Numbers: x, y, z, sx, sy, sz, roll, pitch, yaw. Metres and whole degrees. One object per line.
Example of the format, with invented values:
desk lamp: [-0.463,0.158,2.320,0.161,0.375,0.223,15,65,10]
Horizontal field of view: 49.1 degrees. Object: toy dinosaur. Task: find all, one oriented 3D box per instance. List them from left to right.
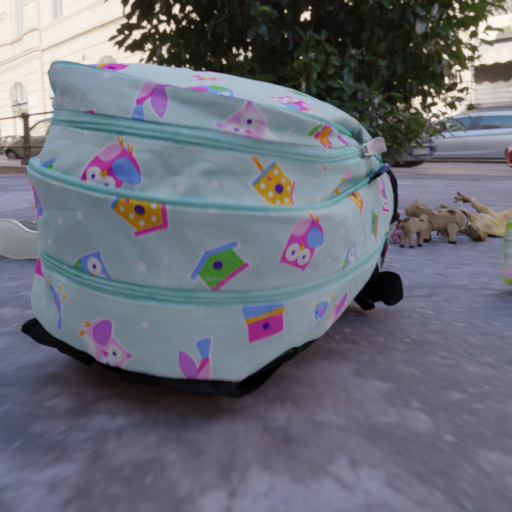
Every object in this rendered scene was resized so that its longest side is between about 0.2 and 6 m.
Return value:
toy dinosaur: [5.073,-0.784,12.504,1.560,0.898,3.085,27,34,37]

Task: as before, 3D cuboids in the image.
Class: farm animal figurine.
farm animal figurine: [3.387,-0.708,11.170,1.663,0.877,1.681,1,12,4]

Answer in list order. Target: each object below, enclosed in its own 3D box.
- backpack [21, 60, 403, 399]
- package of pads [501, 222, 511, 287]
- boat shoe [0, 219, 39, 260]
backpack: [-0.360,-0.414,5.232,3.295,2.499,3.948,6,14,19]
package of pads: [4.377,0.148,6.306,2.025,0.894,2.621,-2,12,-19]
boat shoe: [-3.765,-0.271,9.570,1.862,0.665,0.556,10,13,18]
